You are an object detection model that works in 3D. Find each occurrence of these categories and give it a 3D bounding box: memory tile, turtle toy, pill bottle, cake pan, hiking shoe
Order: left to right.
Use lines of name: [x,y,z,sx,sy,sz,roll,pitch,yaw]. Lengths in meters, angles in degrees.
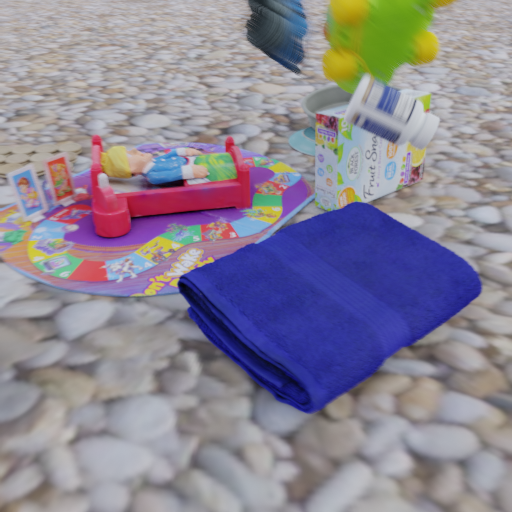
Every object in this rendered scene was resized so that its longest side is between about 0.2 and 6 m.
memory tile: [-4.415,-1.852,10.903,1.824,0.153,1.398,-3,33,-6]
hiking shoe: [0.340,-3.412,7.879,0.739,0.862,1.987,-17,50,37]
cake pan: [2.174,-3.149,12.097,2.401,0.440,2.401,-4,35,3]
turtle toy: [1.691,-3.310,8.178,1.797,2.466,1.247,-13,58,-10]
pill bottle: [1.671,-1.726,6.910,1.055,0.586,0.586,25,35,-1]

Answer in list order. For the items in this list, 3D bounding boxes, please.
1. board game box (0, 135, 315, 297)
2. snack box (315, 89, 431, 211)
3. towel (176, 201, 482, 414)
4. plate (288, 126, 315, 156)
board game box: [-1.577,-1.315,9.241,4.249,1.047,5.378,19,37,27]
snack box: [1.978,-1.794,9.436,2.249,1.599,0.596,-22,32,-32]
towel: [0.946,0.473,6.822,3.171,0.786,2.341,-24,47,-33]
plate: [1.563,-2.497,11.842,1.763,0.225,1.763,0,32,0]
